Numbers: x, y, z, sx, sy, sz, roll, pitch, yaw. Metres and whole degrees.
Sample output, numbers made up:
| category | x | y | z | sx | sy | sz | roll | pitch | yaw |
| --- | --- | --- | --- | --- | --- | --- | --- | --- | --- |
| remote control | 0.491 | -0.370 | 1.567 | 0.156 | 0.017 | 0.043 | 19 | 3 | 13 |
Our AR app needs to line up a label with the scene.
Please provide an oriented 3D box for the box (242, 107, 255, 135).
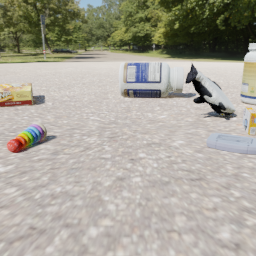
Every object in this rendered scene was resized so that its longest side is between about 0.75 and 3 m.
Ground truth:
| category | x | y | z | sx | sy | sz | roll | pitch | yaw |
| --- | --- | --- | --- | --- | --- | --- | --- | --- | --- |
| box | 3.272 | -0.221 | 7.539 | 0.202 | 0.579 | 0.973 | 4 | 17 | 13 |

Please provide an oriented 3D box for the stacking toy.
| category | x | y | z | sx | sy | sz | roll | pitch | yaw |
| --- | --- | --- | --- | --- | --- | --- | --- | --- | --- |
| stacking toy | -2.315 | 0.249 | 6.331 | 0.453 | 0.453 | 1.062 | 6 | 24 | 19 |

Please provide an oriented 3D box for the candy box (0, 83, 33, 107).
| category | x | y | z | sx | sy | sz | roll | pitch | yaw |
| --- | --- | --- | --- | --- | --- | --- | --- | --- | --- |
| candy box | -4.653 | -1.410 | 11.583 | 1.321 | 0.633 | 2.289 | -5 | 17 | -17 |

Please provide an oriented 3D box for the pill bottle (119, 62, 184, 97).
| category | x | y | z | sx | sy | sz | roll | pitch | yaw |
| --- | --- | --- | --- | --- | --- | --- | --- | --- | --- |
| pill bottle | 1.051 | -2.168 | 12.578 | 2.774 | 1.539 | 1.539 | 2 | 16 | 7 |

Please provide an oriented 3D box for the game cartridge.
| category | x | y | z | sx | sy | sz | roll | pitch | yaw |
| --- | --- | --- | --- | --- | --- | --- | --- | --- | --- |
| game cartridge | 2.366 | 0.344 | 6.272 | 1.112 | 0.225 | 0.741 | 8 | 14 | 27 |

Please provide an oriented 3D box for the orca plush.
| category | x | y | z | sx | sy | sz | roll | pitch | yaw |
| --- | --- | --- | --- | --- | --- | --- | --- | --- | --- |
| orca plush | 2.356 | -0.936 | 8.612 | 0.834 | 1.234 | 2.346 | -36 | -37 | 30 |

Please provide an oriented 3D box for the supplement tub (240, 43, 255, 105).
| category | x | y | z | sx | sy | sz | roll | pitch | yaw |
| --- | --- | --- | --- | --- | --- | --- | --- | --- | --- |
| supplement tub | 5.423 | -2.139 | 11.053 | 1.676 | 2.321 | 1.676 | 0 | 16 | 0 |
